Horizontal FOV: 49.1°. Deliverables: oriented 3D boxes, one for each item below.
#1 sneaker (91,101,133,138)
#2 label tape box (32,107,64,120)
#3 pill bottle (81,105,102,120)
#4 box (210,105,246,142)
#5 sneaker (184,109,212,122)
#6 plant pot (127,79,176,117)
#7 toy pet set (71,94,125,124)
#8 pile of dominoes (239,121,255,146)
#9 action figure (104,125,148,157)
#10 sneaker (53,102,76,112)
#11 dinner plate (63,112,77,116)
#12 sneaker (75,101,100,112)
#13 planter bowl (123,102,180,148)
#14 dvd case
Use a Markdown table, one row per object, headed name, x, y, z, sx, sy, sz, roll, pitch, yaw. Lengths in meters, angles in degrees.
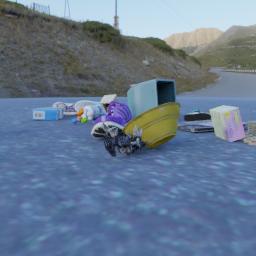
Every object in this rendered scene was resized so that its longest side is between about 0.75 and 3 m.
| name | x | y | z | sx | sy | sz | roll | pitch | yaw |
| --- | --- | --- | --- | --- | --- | --- | --- | --- | --- |
| sneaker | -0.513 | -0.336 | 9.283 | 1.104 | 1.142 | 2.738 | -12 | 3 | 14 |
| label tape box | -4.150 | -0.778 | 14.868 | 1.291 | 0.596 | 1.801 | 1 | 6 | 1 |
| pill bottle | -1.862 | -0.778 | 14.321 | 0.736 | 0.736 | 1.312 | 6 | 10 | 38 |
| box | 3.130 | -0.167 | 8.876 | 0.524 | 0.953 | 1.083 | -17 | 9 | -2 |
| sneaker | 3.484 | -0.547 | 13.396 | 1.408 | 0.589 | 0.850 | 4 | 18 | 33 |
| plant pot | 1.151 | -1.423 | 14.731 | 2.091 | 2.053 | 2.047 | 0 | 7 | 37 |
| toy pet set | -1.108 | -0.526 | 12.955 | 2.158 | 1.146 | 2.015 | -1 | 41 | 27 |
| pile of dominoes | 4.522 | 0.141 | 8.920 | 2.156 | 0.440 | 2.766 | 1 | 8 | 3 |
| action figure | -0.027 | 0.292 | 6.699 | 0.853 | 0.733 | 1.436 | -9 | 0 | 15 |
| sneaker | -4.267 | -1.372 | 19.264 | 1.816 | 0.680 | 0.905 | 3 | -4 | -24 |
| dinner plate | -3.522 | -0.828 | 16.675 | 1.379 | 0.167 | 1.379 | -1 | 9 | 0 |
| sneaker | -1.886 | -1.081 | 15.735 | 2.438 | 0.897 | 1.438 | 7 | 10 | -23 |
| planter bowl | 0.780 | 0.054 | 7.515 | 1.725 | 0.719 | 1.725 | -23 | -16 | -7 |
| dvd case | 3.177 | -0.126 | 11.336 | 2.607 | 0.208 | 1.938 | -4 | 7 | -22 |
